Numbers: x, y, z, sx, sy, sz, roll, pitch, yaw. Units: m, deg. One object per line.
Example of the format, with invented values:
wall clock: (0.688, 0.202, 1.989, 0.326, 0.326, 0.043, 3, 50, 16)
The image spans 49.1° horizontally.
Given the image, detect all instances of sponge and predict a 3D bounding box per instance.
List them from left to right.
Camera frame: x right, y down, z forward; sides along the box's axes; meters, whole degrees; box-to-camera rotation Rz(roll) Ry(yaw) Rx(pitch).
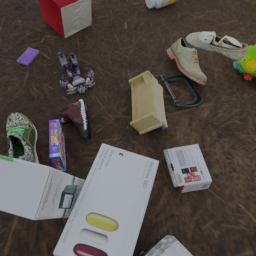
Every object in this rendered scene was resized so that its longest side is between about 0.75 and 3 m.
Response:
sponge: (-4.532, -3.256, 12.737, 0.558, 0.149, 1.000, 18, 56, 12)

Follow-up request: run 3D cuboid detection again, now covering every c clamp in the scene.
c clamp: (1.951, -1.566, 11.484, 1.859, 0.295, 2.176, -15, 54, -17)

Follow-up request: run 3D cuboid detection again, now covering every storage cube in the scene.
storage cube: (-2.973, -5.786, 13.460, 1.749, 2.046, 1.839, -36, 69, -24)

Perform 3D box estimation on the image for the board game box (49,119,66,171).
board game box: (-2.376, 0.596, 9.444, 0.332, 0.996, 1.482, -8, 55, -6)

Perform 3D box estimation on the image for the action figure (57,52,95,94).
action figure: (-2.233, -2.231, 11.657, 1.412, 0.753, 2.170, -17, 60, -21)

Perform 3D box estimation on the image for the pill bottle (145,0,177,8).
pill bottle: (1.789, -6.947, 14.908, 1.643, 0.920, 0.920, -25, 58, -18)

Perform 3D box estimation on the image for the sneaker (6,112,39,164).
sneaker: (-3.659, 0.359, 9.469, 1.063, 1.225, 2.765, -18, 56, -13)

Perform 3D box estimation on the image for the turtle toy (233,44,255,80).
turtle toy: (5.343, -2.517, 11.569, 1.692, 1.174, 2.322, -19, 57, -14)

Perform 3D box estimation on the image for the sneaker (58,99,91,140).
sneaker: (-2.008, -0.195, 10.274, 1.127, 0.739, 1.952, -13, 45, -3)

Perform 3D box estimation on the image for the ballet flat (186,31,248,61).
ballet flat: (2.917, -2.830, 9.143, 2.015, 0.628, 0.680, 21, 61, 9)

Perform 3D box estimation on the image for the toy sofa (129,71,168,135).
toy sofa: (0.727, -0.909, 10.623, 0.962, 1.133, 2.322, -23, 49, 27)

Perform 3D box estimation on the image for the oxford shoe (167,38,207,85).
oxford shoe: (2.574, -2.828, 11.739, 0.896, 0.935, 2.533, 3, 46, -47)

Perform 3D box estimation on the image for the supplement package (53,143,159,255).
supplement package: (-0.435, 2.335, 7.367, 1.612, 2.265, 2.908, 16, 56, 7)

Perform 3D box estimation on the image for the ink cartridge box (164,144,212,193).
ink cartridge box: (1.877, 1.325, 9.170, 1.229, 0.587, 1.400, -8, 55, -5)

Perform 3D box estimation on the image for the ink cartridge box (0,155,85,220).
ink cartridge box: (-2.238, 1.378, 6.473, 1.793, 2.457, 1.033, 11, 75, 10)

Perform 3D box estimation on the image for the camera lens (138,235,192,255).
camera lens: (1.111, 3.803, 6.744, 1.629, 1.629, 2.037, -36, 62, -23)
